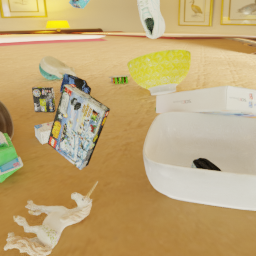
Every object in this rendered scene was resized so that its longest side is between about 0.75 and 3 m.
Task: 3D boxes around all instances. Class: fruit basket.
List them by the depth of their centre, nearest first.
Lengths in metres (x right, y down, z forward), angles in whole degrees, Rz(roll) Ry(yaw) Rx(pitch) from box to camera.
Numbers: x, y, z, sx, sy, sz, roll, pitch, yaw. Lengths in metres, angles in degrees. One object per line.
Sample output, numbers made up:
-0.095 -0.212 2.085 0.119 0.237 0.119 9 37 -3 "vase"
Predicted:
-3.386 0.743 6.168 1.787 0.838 1.655 -16 28 -27 "fruit basket"

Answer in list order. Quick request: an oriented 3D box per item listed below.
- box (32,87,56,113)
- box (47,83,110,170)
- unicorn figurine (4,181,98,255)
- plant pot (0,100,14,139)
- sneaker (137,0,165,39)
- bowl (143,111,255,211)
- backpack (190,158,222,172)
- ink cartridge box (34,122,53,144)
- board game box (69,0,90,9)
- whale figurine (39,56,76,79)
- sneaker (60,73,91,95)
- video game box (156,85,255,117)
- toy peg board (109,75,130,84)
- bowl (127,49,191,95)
-3.067 -1.033 10.212 0.736 0.919 0.203 3 23 4 "box"
-0.683 -0.009 3.725 0.660 0.964 0.192 35 30 17 "box"
-1.274 1.537 4.750 1.086 0.584 1.581 13 39 6 "unicorn figurine"
-4.051 -0.079 7.740 1.163 1.333 1.333 -15 22 8 "plant pot"
0.616 -3.621 8.300 0.695 1.976 0.792 -9 25 28 "sneaker"
1.881 0.648 6.030 2.946 1.100 2.942 4 24 12 "bowl"
1.610 0.948 5.801 0.629 0.593 0.771 -12 48 -22 "backpack"
-2.207 0.096 8.236 0.895 0.379 0.647 -13 26 -30 "ink cartridge box"
-1.574 -4.977 10.331 0.277 1.182 0.892 38 -2 -42 "board game box"
-3.855 -3.100 15.229 1.986 1.030 1.580 8 43 -37 "whale figurine"
-2.340 -1.815 12.311 1.009 0.908 2.589 15 11 -23 "sneaker"
2.627 -0.668 8.018 2.565 0.659 2.816 5 -1 -28 "video game box"
-0.448 -2.479 14.404 0.881 0.431 0.877 -7 9 -20 "toy peg board"
1.415 -2.212 11.894 2.728 1.468 2.728 -9 0 0 "bowl"
